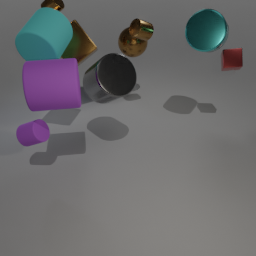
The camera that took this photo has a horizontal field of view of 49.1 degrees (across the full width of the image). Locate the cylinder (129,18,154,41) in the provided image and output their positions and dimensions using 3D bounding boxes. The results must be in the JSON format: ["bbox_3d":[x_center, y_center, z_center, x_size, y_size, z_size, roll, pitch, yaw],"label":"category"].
[{"bbox_3d":[0.523,-3.850,10.984,0.700,0.700,0.700,1,24,-40],"label":"cylinder"}]

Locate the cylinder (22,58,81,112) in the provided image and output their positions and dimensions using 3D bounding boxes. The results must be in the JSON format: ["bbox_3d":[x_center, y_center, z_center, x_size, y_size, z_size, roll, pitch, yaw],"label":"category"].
[{"bbox_3d":[-2.094,-1.217,7.924,1.400,1.400,1.400,-5,30,-7],"label":"cylinder"}]

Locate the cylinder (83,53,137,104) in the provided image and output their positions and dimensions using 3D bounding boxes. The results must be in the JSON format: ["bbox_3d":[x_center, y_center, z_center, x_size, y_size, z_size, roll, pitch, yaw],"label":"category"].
[{"bbox_3d":[-0.635,-1.598,9.291,1.400,1.400,1.400,-17,3,-26],"label":"cylinder"}]

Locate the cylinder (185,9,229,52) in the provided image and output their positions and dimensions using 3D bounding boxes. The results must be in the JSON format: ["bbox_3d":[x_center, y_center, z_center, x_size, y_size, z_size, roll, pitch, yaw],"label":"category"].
[{"bbox_3d":[2.894,-3.487,10.176,1.400,1.400,1.400,12,18,19],"label":"cylinder"}]

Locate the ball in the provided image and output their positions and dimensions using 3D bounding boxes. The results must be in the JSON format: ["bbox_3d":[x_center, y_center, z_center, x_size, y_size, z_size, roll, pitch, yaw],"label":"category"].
[{"bbox_3d":[0.230,-4.043,13.180,1.400,1.400,1.400,0,30,0],"label":"ball"}]

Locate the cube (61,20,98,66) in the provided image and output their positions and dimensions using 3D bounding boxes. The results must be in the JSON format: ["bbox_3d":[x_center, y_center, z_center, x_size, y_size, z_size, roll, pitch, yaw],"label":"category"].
[{"bbox_3d":[-2.269,-3.490,11.901,1.400,1.400,1.400,-38,13,4],"label":"cube"}]

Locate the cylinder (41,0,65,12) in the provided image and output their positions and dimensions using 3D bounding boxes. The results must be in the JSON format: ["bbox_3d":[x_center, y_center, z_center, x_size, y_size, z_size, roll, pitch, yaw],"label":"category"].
[{"bbox_3d":[-3.124,-5.073,11.621,0.700,0.700,0.700,-27,19,28],"label":"cylinder"}]

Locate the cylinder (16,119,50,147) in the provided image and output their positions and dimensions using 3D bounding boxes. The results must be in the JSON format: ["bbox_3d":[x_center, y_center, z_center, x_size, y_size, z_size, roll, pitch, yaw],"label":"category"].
[{"bbox_3d":[-2.858,0.151,8.450,0.700,0.700,0.700,-15,23,25],"label":"cylinder"}]

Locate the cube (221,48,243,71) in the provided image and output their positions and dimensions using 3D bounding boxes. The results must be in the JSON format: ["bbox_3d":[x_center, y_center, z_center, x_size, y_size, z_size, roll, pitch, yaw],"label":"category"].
[{"bbox_3d":[3.995,-2.627,10.816,0.700,0.700,0.700,-2,0,12],"label":"cube"}]

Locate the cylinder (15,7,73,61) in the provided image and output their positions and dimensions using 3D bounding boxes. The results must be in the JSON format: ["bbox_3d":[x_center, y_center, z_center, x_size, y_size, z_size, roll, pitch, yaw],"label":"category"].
[{"bbox_3d":[-2.691,-2.915,9.103,1.400,1.400,1.400,8,53,13],"label":"cylinder"}]
